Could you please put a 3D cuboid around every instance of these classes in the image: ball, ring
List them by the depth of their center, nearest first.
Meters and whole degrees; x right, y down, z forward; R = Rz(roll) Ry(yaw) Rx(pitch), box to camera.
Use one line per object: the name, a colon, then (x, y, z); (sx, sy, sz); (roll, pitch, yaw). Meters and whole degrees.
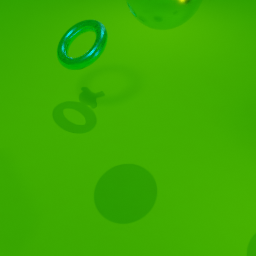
ball: (0.625, -2.428, 4.837); (1.393, 1.393, 1.393); (0, 45, 0)
ring: (-1.208, -2.179, 7.298); (1.508, 0.302, 1.508); (-11, 63, 22)
